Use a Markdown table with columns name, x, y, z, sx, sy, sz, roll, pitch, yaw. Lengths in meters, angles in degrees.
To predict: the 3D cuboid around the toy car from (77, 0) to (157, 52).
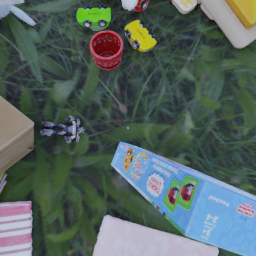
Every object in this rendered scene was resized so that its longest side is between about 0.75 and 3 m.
| name | x | y | z | sx | sy | sz | roll | pitch | yaw |
| --- | --- | --- | --- | --- | --- | --- | --- | --- | --- |
| toy car | -0.321 | -3.099 | 7.951 | 2.207 | 0.523 | 2.345 | 0 | 71 | 0 |

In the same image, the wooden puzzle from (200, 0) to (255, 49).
| name | x | y | z | sx | sy | sz | roll | pitch | yaw |
| --- | --- | --- | --- | --- | --- | --- | --- | --- | --- |
| wooden puzzle | 3.457 | -3.897 | 7.943 | 2.614 | 0.487 | 2.418 | -36 | 91 | -10 |

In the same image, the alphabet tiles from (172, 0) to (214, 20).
| name | x | y | z | sx | sy | sz | roll | pitch | yaw |
| --- | --- | --- | --- | --- | --- | --- | --- | --- | --- |
| alphabet tiles | 2.318 | -4.660 | 8.377 | 2.764 | 0.202 | 2.704 | -37 | 83 | -6 |

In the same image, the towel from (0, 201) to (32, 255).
| name | x | y | z | sx | sy | sz | roll | pitch | yaw |
| --- | --- | --- | --- | --- | --- | --- | --- | --- | --- |
| towel | -2.933 | 2.850 | 6.081 | 1.706 | 0.349 | 2.332 | -5 | 72 | -4 |

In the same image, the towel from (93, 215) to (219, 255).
| name | x | y | z | sx | sy | sz | roll | pitch | yaw |
| --- | --- | --- | --- | --- | --- | --- | --- | --- | --- |
| towel | 0.384 | 3.506 | 5.774 | 2.635 | 0.445 | 2.758 | 14 | 73 | 3 |

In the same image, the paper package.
| name | x | y | z | sx | sy | sz | roll | pitch | yaw |
| --- | --- | --- | --- | --- | --- | --- | --- | --- | --- |
| paper package | -3.409 | 0.125 | 6.297 | 1.944 | 1.006 | 1.853 | 36 | 50 | 11 |

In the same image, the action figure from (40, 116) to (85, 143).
| name | x | y | z | sx | sy | sz | roll | pitch | yaw |
| --- | --- | --- | --- | --- | --- | --- | --- | --- | --- |
| action figure | -1.599 | 0.046 | 6.987 | 1.058 | 0.367 | 0.688 | 1 | 66 | -3 |

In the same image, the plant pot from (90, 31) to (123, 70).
| name | x | y | z | sx | sy | sz | roll | pitch | yaw |
| --- | --- | --- | --- | --- | --- | --- | --- | --- | --- |
| plant pot | -0.549 | -1.999 | 7.439 | 0.855 | 0.778 | 0.855 | 0 | 71 | 0 |

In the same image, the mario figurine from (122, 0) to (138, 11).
| name | x | y | z | sx | sy | sz | roll | pitch | yaw |
| --- | --- | --- | --- | --- | --- | --- | --- | --- | --- |
| mario figurine | -0.098 | -4.123 | 8.003 | 2.373 | 1.258 | 1.465 | 9 | 34 | 20 |

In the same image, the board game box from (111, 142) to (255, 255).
| name | x | y | z | sx | sy | sz | roll | pitch | yaw |
| --- | --- | --- | --- | --- | --- | --- | --- | --- | --- |
| board game box | 1.016 | 0.859 | 3.499 | 2.009 | 2.656 | 0.486 | 23 | 88 | -15 |

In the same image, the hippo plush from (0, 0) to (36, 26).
| name | x | y | z | sx | sy | sz | roll | pitch | yaw |
| --- | --- | --- | --- | --- | --- | --- | --- | --- | --- |
| hippo plush | -4.180 | -4.031 | 7.420 | 2.659 | 2.118 | 2.138 | -11 | 73 | -3 |

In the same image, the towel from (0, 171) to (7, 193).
| name | x | y | z | sx | sy | sz | roll | pitch | yaw |
| --- | --- | --- | --- | --- | --- | --- | --- | --- | --- |
| towel | -4.096 | 1.818 | 5.685 | 2.108 | 0.334 | 2.935 | 21 | 52 | -5 |
